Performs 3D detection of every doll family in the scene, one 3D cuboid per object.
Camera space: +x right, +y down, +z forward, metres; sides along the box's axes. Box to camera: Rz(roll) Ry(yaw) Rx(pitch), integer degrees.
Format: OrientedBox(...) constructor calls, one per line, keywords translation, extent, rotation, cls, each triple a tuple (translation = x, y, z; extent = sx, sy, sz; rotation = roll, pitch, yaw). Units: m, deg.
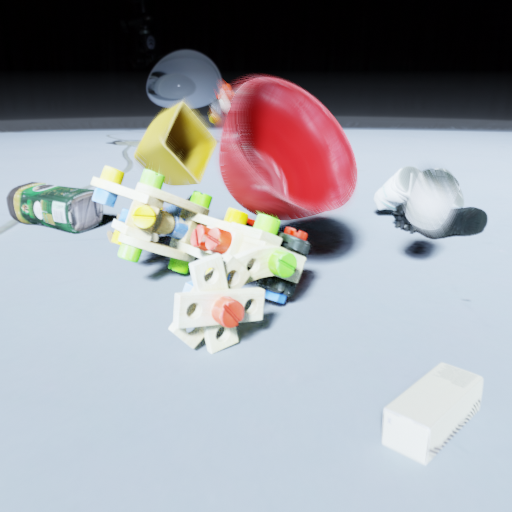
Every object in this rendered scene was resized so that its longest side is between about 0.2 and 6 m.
OrientedBox(translation=(-1.887, -0.760, 10.879), extent=(2.090, 0.820, 1.208), rotation=(4, 19, 30), cls="doll family")

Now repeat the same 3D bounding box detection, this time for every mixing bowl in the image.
OrientedBox(translation=(0.328, -1.541, 9.421), extent=(2.491, 2.491, 1.349), rotation=(-15, -16, -39), cls="mixing bowl")

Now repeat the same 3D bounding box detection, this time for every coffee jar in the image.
OrientedBox(translation=(-4.807, -1.175, 13.296), extent=(2.212, 0.944, 1.154), rotation=(11, 25, 28), cls="coffee jar")

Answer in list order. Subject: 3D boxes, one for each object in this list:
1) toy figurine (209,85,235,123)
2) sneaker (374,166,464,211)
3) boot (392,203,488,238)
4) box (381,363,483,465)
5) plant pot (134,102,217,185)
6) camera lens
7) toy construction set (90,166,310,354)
OrientedBox(translation=(-0.437, -2.613, 10.014), extent=(0.709, 0.494, 0.698), rotation=(18, -31, -23), cls="toy figurine")
OrientedBox(translation=(4.231, -1.619, 14.475), extent=(3.045, 1.071, 1.220), rotation=(2, -23, -38), cls="sneaker")
OrientedBox(translation=(4.191, -0.877, 12.966), extent=(1.769, 0.655, 1.450), rotation=(-9, 18, -20), cls="boot")
OrientedBox(translation=(1.818, 1.567, 5.716), extent=(0.517, 0.431, 1.260), rotation=(17, 25, 41), cls="box")
OrientedBox(translation=(-1.493, -1.838, 9.714), extent=(1.043, 1.019, 1.013), rotation=(-9, 49, 37), cls="plant pot")
OrientedBox(translation=(2.963, -0.966, 9.439), extent=(0.695, 0.869, 0.695), rotation=(7, 38, -6), cls="camera lens")
OrientedBox(translation=(-0.820, -0.158, 8.599), extent=(2.669, 1.875, 4.071), rotation=(20, 14, -37), cls="toy construction set")
